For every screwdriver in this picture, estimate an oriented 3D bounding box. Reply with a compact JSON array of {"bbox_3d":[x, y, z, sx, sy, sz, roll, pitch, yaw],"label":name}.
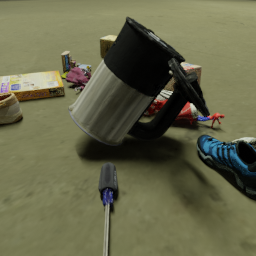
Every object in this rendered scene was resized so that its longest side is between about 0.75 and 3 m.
[{"bbox_3d":[-0.401,1.697,5.393,0.417,0.435,2.993,-2,34,-2],"label":"screwdriver"}]

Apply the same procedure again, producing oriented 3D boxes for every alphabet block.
[{"bbox_3d":[-0.802,-4.316,14.971,1.039,1.020,1.014,17,36,26],"label":"alphabet block"}]

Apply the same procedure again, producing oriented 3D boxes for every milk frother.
[{"bbox_3d":[0.216,-0.658,6.648,2.690,2.803,2.980,34,22,-6],"label":"milk frother"}]

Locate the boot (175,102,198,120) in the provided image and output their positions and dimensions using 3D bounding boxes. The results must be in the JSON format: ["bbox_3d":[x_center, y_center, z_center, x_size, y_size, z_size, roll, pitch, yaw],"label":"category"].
[{"bbox_3d":[1.697,-0.611,9.174,1.115,0.560,1.546,-12,15,17],"label":"boot"}]

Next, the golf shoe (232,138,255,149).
[{"bbox_3d":[3.127,0.423,7.647,0.872,0.341,0.424,-2,13,-15],"label":"golf shoe"}]

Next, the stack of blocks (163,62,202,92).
[{"bbox_3d":[1.360,-1.976,10.990,2.649,0.776,1.525,-16,28,-27],"label":"stack of blocks"}]

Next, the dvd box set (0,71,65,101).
[{"bbox_3d":[-3.985,-1.659,11.033,2.731,0.402,1.998,-10,32,-16],"label":"dvd box set"}]

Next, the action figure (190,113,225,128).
[{"bbox_3d":[2.484,-0.181,8.645,1.021,0.506,0.333,-11,24,29],"label":"action figure"}]

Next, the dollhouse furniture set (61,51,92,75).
[{"bbox_3d":[-2.258,-3.091,13.024,1.325,0.865,1.251,6,31,9],"label":"dollhouse furniture set"}]

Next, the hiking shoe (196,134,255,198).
[{"bbox_3d":[2.506,0.597,6.610,0.823,0.960,2.213,-16,34,-25],"label":"hiking shoe"}]

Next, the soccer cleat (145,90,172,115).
[{"bbox_3d":[0.940,-0.934,9.535,2.087,0.716,0.889,-6,28,-18],"label":"soccer cleat"}]

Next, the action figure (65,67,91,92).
[{"bbox_3d":[-1.821,-1.858,11.310,1.458,0.977,1.086,32,1,28],"label":"action figure"}]

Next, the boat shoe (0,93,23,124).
[{"bbox_3d":[-4.802,-0.647,8.737,2.773,0.959,1.022,-7,31,-11],"label":"boat shoe"}]

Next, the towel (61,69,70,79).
[{"bbox_3d":[-2.669,-2.424,12.607,0.393,0.082,0.912,15,33,7],"label":"towel"}]
